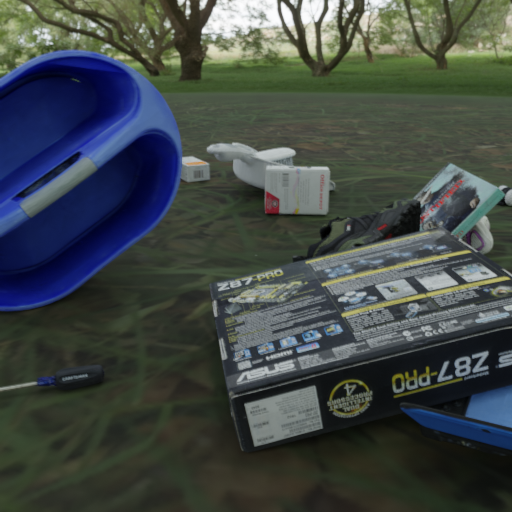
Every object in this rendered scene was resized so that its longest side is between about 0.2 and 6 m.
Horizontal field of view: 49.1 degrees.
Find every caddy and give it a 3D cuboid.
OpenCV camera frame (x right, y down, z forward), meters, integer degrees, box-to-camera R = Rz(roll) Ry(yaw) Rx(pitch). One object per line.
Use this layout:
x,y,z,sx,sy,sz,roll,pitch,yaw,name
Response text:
-3.061,-1.108,8.174,4.100,2.898,2.152,-41,30,-16,caddy

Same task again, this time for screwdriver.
-2.509,1.375,6.042,1.688,0.246,0.235,-2,19,-17,screwdriver

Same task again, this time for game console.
2.329,1.293,4.916,1.713,1.014,1.462,8,39,31,game console

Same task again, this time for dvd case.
3.493,-0.875,10.521,0.250,1.656,2.269,39,15,-14,dvd case

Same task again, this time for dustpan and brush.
0.071,-2.308,13.802,2.708,1.110,3.880,28,29,30,dustpan and brush

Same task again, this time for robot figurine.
6.002,-1.432,13.404,0.423,0.509,0.678,11,15,-21,robot figurine

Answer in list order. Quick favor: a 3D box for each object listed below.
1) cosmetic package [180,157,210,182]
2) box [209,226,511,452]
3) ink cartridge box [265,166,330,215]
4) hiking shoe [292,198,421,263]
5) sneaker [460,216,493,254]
-1.905,-2.514,16.205,0.686,0.482,1.353,-10,22,-26,cosmetic package
1.172,0.714,6.321,3.254,0.799,2.623,-14,24,-5,box
0.907,-1.480,12.598,1.407,1.038,0.602,2,17,0,ink cartridge box
1.844,-0.418,9.644,1.410,1.060,2.800,17,29,35,hiking shoe
4.091,-0.568,10.595,0.985,0.741,1.978,-2,20,-4,sneaker
